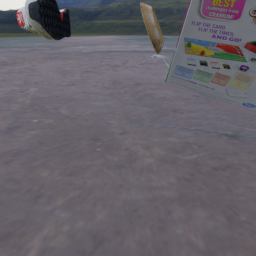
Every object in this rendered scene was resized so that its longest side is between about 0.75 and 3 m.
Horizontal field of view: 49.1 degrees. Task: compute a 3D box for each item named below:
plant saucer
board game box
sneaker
[{"bbox_3d":[0.794,-3.068,8.545,0.281,1.586,1.586,-16,17,17],"label":"plant saucer"},{"bbox_3d":[1.962,-1.484,5.007,2.126,2.779,0.560,19,65,5],"label":"board game box"},{"bbox_3d":[-2.325,-2.743,7.186,1.281,0.964,2.739,-1,17,1],"label":"sneaker"}]
